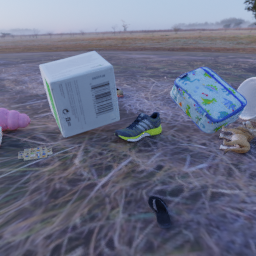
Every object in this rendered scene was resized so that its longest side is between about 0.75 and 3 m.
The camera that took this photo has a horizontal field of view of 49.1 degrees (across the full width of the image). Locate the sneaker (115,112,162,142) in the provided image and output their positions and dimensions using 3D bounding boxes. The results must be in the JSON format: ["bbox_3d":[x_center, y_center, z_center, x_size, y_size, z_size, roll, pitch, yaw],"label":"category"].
[{"bbox_3d":[0.385,-0.097,10.218,2.101,0.850,0.776,-16,25,-38],"label":"sneaker"}]

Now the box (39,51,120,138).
[{"bbox_3d":[-1.792,-1.327,10.521,2.311,2.300,1.980,-18,36,-16],"label":"box"}]

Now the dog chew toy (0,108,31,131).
[{"bbox_3d":[-4.564,-0.309,10.924,1.434,0.893,0.893,4,18,-13],"label":"dog chew toy"}]

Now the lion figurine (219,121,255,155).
[{"bbox_3d":[3.693,0.422,9.284,1.183,0.700,1.932,13,36,12],"label":"lion figurine"}]

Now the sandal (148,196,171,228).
[{"bbox_3d":[0.699,1.741,6.018,0.379,0.213,0.996,-4,20,-11],"label":"sandal"}]

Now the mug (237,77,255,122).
[{"bbox_3d":[5.843,-0.943,11.193,2.056,1.731,2.345,10,10,-22],"label":"mug"}]

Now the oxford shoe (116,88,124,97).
[{"bbox_3d":[-0.728,-2.167,16.571,1.297,0.485,0.457,17,26,40],"label":"oxford shoe"}]

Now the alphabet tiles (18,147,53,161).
[{"bbox_3d":[-2.942,0.806,8.917,1.030,0.033,0.857,-7,20,-18],"label":"alphabet tiles"}]

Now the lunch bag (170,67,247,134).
[{"bbox_3d":[3.109,-1.187,10.933,2.080,1.067,2.588,-24,60,-24],"label":"lunch bag"}]

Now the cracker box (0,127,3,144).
[{"bbox_3d":[-4.865,0.342,9.730,0.827,0.356,1.234,-6,21,-17],"label":"cracker box"}]
